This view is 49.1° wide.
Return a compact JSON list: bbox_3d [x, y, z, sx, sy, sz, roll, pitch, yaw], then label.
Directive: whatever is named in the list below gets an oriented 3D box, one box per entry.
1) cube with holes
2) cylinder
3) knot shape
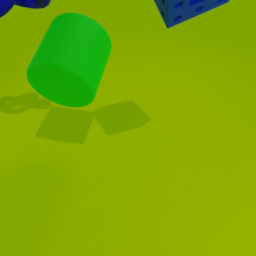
[{"bbox_3d":[0.823,-2.267,3.904,1.018,1.018,1.018,-23,78,3],"label":"cube with holes"},{"bbox_3d":[-1.057,-1.237,5.242,1.255,1.255,1.255,9,61,11],"label":"cylinder"},{"bbox_3d":[-2.146,-2.619,4.626,1.605,1.502,0.742,-3,47,-5],"label":"knot shape"}]
